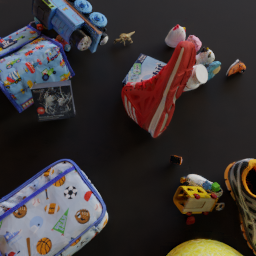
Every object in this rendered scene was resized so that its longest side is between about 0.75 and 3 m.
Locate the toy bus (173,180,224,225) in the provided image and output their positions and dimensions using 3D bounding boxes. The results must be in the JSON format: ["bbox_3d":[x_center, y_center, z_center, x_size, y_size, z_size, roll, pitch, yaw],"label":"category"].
[{"bbox_3d":[1.833,1.875,7.473,1.175,1.245,0.644,-31,37,-7],"label":"toy bus"}]

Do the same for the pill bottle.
[{"bbox_3d":[1.687,-1.455,8.337,0.712,1.268,0.712,6,81,-37],"label":"pill bottle"}]

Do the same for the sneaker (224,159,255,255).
[{"bbox_3d":[3.456,2.143,7.092,1.170,1.155,2.990,-19,67,-11],"label":"sneaker"}]

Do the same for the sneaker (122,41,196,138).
[{"bbox_3d":[0.648,-1.254,7.939,1.693,2.931,1.148,33,31,21],"label":"sneaker"}]

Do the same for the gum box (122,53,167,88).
[{"bbox_3d":[0.855,-1.613,9.353,1.649,0.367,1.401,26,67,12],"label":"gum box"}]

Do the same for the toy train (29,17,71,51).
[{"bbox_3d":[-2.827,-3.673,10.254,2.073,0.576,1.557,28,67,12],"label":"toy train"}]

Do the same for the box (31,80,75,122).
[{"bbox_3d":[-2.239,-0.827,8.491,1.145,1.043,0.596,-8,24,-7],"label":"box"}]

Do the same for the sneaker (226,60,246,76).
[{"bbox_3d":[3.734,-1.988,9.574,0.457,0.316,0.815,39,70,18],"label":"sneaker"}]

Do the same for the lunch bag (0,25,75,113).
[{"bbox_3d":[-3.609,-2.289,9.361,2.206,1.378,2.930,-39,58,-16],"label":"lunch bag"}]

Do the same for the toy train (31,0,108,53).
[{"bbox_3d":[-1.971,-3.749,9.680,2.749,1.192,1.571,45,57,4],"label":"toy train"}]

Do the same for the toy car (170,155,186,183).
[{"bbox_3d":[1.463,1.183,8.133,0.273,0.403,0.822,6,76,-46],"label":"toy car"}]

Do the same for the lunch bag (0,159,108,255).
[{"bbox_3d":[-2.110,2.255,7.097,2.845,1.075,2.280,-34,67,-16],"label":"lunch bag"}]

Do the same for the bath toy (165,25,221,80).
[{"bbox_3d":[2.188,-2.705,9.631,1.008,0.857,2.318,-28,66,-13],"label":"bath toy"}]

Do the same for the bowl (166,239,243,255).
[{"bbox_3d":[1.909,3.795,6.125,2.655,1.429,2.655,0,65,0],"label":"bowl"}]

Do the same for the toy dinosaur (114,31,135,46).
[{"bbox_3d":[-0.051,-3.307,10.240,0.981,0.286,0.496,-31,67,-14],"label":"toy dinosaur"}]

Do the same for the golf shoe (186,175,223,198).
[{"bbox_3d":[2.127,1.544,7.740,1.046,0.508,0.409,24,69,13],"label":"golf shoe"}]
